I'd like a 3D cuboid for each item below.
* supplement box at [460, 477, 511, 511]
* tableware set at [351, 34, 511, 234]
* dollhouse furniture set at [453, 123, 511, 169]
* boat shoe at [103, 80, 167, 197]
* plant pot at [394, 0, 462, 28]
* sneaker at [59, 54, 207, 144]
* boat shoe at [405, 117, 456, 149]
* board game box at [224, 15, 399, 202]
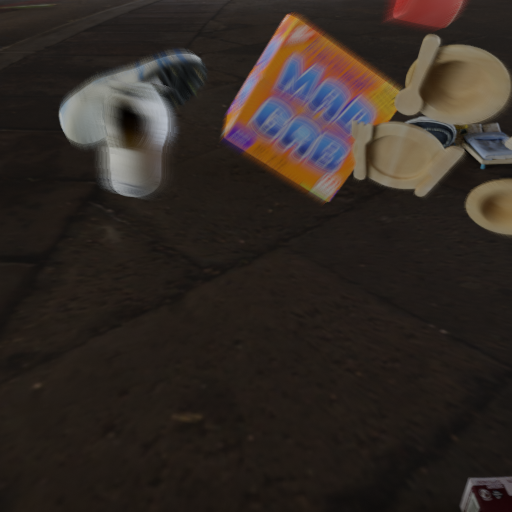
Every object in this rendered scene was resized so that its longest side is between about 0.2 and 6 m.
[{"bbox_3d":[2.512,2.753,4.858,0.886,0.496,1.628,-2,34,-3],"label":"supplement box"},{"bbox_3d":[2.458,-1.115,6.012,2.906,2.428,0.337,22,63,3],"label":"tableware set"},{"bbox_3d":[6.001,-2.848,12.642,2.490,1.625,2.351,-2,32,-2],"label":"dollhouse furniture set"},{"bbox_3d":[-1.910,-2.189,8.497,1.010,1.165,2.733,-2,46,-5],"label":"boat shoe"},{"bbox_3d":[3.115,-4.617,10.012,0.937,1.059,1.059,18,32,-6],"label":"plant pot"},{"bbox_3d":[-2.384,-3.158,10.714,2.959,1.064,1.072,-25,52,-4],"label":"sneaker"},{"bbox_3d":[3.321,-2.506,12.855,2.623,0.928,1.191,-4,32,7],"label":"boat shoe"},{"bbox_3d":[0.706,-2.081,7.737,1.667,1.666,1.666,29,21,-14],"label":"board game box"}]
